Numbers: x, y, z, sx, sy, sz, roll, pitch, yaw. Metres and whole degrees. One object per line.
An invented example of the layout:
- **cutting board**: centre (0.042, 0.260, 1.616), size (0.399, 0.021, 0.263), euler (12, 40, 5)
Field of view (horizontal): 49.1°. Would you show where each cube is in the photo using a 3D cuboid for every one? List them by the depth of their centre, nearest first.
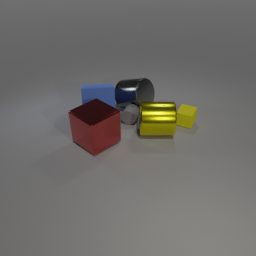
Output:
- **cube**: centre (-1.240, -0.076, 10.700), size (1.400, 1.400, 1.400), euler (30, 45, 36)
- **cube**: centre (2.543, -0.512, 12.202), size (0.700, 0.700, 0.700), euler (16, 44, 23)
- **cube**: centre (-1.311, -1.188, 12.491), size (1.400, 1.400, 1.400), euler (-3, 14, -6)

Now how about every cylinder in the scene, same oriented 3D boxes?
- **cylinder**: centre (1.183, -0.380, 11.393), size (1.400, 1.400, 1.400), euler (0, 30, 0)
- **cylinder**: centre (0.114, -0.608, 12.483), size (0.700, 0.700, 0.700), euler (9, 33, 14)
- **cylinder**: centre (0.309, -1.615, 13.230), size (1.400, 1.400, 1.400), euler (4, 26, 41)
